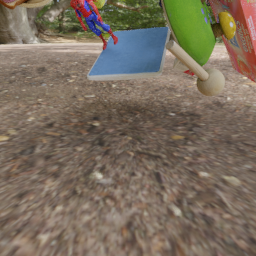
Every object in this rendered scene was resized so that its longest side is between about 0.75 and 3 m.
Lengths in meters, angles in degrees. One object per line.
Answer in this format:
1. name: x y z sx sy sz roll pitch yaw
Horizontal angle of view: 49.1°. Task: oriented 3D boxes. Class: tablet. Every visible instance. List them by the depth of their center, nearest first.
1. tablet: 0.140 -2.068 7.554 1.846 0.194 2.837 0 40 15

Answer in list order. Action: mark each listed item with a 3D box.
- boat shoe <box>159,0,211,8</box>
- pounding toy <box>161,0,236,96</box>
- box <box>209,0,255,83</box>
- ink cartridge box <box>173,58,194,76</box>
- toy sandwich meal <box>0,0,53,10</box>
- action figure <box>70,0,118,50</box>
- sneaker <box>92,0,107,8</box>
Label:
1. boat shoe: 1.787 -3.500 7.564 2.724 1.263 1.017 3 -9 -35
2. pounding toy: 1.477 -1.941 5.199 1.073 1.784 2.312 -19 53 29
3. box: 2.982 -2.611 6.388 1.515 2.952 1.397 -36 37 5
4. ink cartridge box: 1.885 -2.094 8.320 0.708 0.974 0.406 21 57 -9
5. toy sandwich meal: -1.978 -2.980 5.295 1.517 1.517 0.519 -6 -4 -15
6. action figure: -0.882 -2.656 6.828 0.572 1.748 0.452 -13 51 28
7. sneaker: -1.156 -4.215 8.537 0.695 0.803 1.779 28 -11 12
